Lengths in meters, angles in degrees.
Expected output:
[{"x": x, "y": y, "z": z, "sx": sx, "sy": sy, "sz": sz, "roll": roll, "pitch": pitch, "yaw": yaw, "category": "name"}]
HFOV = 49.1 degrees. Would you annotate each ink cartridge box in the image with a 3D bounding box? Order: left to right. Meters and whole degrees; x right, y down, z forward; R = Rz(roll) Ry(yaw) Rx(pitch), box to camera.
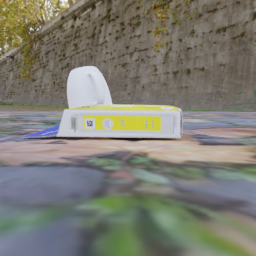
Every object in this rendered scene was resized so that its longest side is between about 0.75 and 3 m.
[{"x": -0.358, "y": -0.234, "z": 6.255, "sx": 2.866, "sy": 0.673, "sz": 2.832, "roll": 3, "pitch": 8, "yaw": 5, "category": "ink cartridge box"}]

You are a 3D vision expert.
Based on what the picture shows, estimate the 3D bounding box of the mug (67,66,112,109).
[{"x": -1.284, "y": -1.203, "z": 9.646, "sx": 1.514, "sy": 1.798, "sz": 2.050, "roll": -12, "pitch": -1, "yaw": -25, "category": "mug"}]
